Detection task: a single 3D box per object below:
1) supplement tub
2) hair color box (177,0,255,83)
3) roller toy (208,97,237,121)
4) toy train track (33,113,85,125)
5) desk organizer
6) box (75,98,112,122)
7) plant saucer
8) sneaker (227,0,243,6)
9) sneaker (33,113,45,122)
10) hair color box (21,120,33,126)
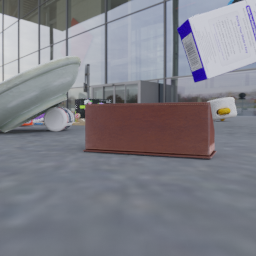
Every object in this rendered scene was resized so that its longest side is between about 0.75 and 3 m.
[{"bbox_3d":[-1.560,-0.206,6.405,0.532,0.532,0.758,0,3,4],"label":"supplement tub"},{"bbox_3d":[2.152,-1.765,5.388,2.113,1.155,0.685,-20,6,-6],"label":"hair color box"},{"bbox_3d":[4.784,-0.915,14.345,1.462,1.120,1.602,-8,-2,-34],"label":"roller toy"},{"bbox_3d":[-2.532,-0.300,9.657,2.478,0.403,1.421,0,3,17],"label":"toy train track"},{"bbox_3d":[0.208,0.002,2.815,1.278,0.492,0.458,1,3,23],"label":"desk organizer"},{"bbox_3d":[-1.424,-0.691,11.371,1.325,0.984,0.824,-1,3,-26],"label":"box"},{"bbox_3d":[-2.060,-0.540,5.766,2.730,0.685,2.730,-27,8,4],"label":"plant saucer"},{"bbox_3d":[3.399,-2.558,7.563,0.960,2.623,1.074,-26,-33,27],"label":"sneaker"},{"bbox_3d":[-3.686,-0.666,11.725,0.838,0.922,2.085,-1,4,-37],"label":"sneaker"},{"bbox_3d":[-4.000,-0.343,8.507,1.900,0.607,1.054,-4,4,-36],"label":"hair color box"}]
